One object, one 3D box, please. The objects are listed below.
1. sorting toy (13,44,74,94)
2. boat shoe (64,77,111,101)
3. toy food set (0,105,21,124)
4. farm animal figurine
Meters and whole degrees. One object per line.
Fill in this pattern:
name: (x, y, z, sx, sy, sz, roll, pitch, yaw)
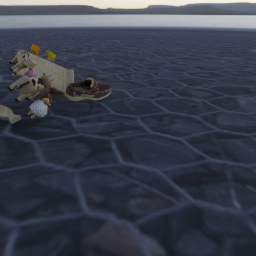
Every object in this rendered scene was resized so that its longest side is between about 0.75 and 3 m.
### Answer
sorting toy: (-2.955, -2.134, 10.092, 1.984, 0.356, 2.663, 17, 32, -23)
boat shoe: (-1.200, -1.294, 8.979, 1.721, 0.619, 0.621, -10, 56, -37)
toy food set: (-4.211, -0.340, 7.575, 2.410, 0.380, 1.532, 25, 35, 31)
farm animal figurine: (-2.585, -1.307, 7.716, 0.906, 1.737, 1.718, -31, 20, 17)
